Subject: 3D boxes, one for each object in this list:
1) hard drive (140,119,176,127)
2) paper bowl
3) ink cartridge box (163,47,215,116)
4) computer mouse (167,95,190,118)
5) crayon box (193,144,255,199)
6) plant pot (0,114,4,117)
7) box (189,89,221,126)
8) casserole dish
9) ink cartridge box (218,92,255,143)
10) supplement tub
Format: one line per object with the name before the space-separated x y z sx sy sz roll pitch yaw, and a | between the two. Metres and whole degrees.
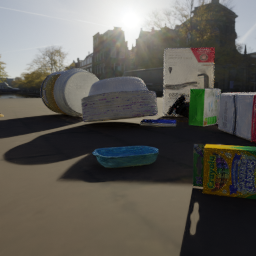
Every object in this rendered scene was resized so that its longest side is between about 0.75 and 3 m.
hard drive | 1.058 -0.184 9.652 1.178 0.149 0.777 2 9 11
paper bowl | -0.315 -0.946 9.596 2.586 1.345 2.586 -7 1 0
ink cartridge box | 2.647 -1.984 12.455 2.158 2.963 1.256 1 8 7
computer mouse | 2.253 -0.783 10.791 1.434 0.993 0.378 16 41 -30
crayon box | 1.157 0.481 3.151 0.860 0.541 0.222 2 8 21
plant pot | -6.134 -0.570 12.654 0.954 0.131 0.954 0 8 0
box | 2.620 -0.727 9.594 1.097 1.243 0.601 -6 11 -45
casserole dish | -0.029 0.463 4.551 1.103 0.214 0.668 -2 8 -21
ink cartridge box | 3.665 -0.323 6.971 1.929 1.124 2.664 0 8 -3
supplement tub | -2.659 -1.659 13.127 2.146 2.146 2.973 -5 9 -33
